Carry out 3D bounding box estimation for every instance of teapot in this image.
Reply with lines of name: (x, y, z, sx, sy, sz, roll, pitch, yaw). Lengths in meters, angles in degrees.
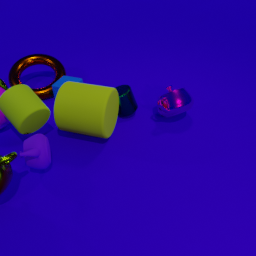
teapot: (-2.182, 0.571, 6.546, 0.671, 0.852, 1.371, -9, -2, -10)
teapot: (1.386, -0.839, 8.349, 1.100, 0.866, 1.768, -18, 4, 40)
teapot: (-2.897, 0.981, 5.810, 1.028, 1.653, 0.809, 55, 19, 3)

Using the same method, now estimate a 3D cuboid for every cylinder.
cylinder: (-0.144, -0.830, 8.512, 0.724, 0.724, 0.724, -16, 34, 12)
cylinder: (-2.642, -0.472, 7.162, 0.932, 0.932, 0.932, -34, 72, -35)
cylinder: (-1.079, -0.496, 7.576, 1.362, 1.362, 1.362, 10, 40, 12)

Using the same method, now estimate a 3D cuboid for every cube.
cube: (-1.909, -1.183, 9.081, 0.716, 0.716, 0.716, 12, 41, 19)

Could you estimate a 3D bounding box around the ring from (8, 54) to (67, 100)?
ring: (-3.109, -1.793, 9.658, 1.944, 0.389, 1.944, 3, 60, -5)

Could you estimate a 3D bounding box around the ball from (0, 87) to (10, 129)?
ball: (-3.885, -0.561, 7.861, 1.302, 1.302, 1.302, 0, 39, 0)

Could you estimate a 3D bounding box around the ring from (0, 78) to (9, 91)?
ring: (-4.253, -1.152, 8.530, 1.341, 1.341, 0.268, 5, 43, 7)
